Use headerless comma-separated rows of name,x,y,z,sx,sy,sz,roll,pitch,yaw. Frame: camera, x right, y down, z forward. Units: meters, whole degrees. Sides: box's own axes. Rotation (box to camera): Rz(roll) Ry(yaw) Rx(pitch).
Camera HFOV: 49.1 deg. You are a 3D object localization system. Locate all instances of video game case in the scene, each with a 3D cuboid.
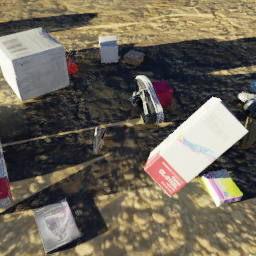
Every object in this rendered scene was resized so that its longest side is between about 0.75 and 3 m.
video game case,-2.115,2.851,8.308,1.043,0.138,1.460,-20,45,-20

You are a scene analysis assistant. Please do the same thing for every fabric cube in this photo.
fabric cube,1.418,-1.512,12.509,0.845,0.829,0.842,-11,46,-13

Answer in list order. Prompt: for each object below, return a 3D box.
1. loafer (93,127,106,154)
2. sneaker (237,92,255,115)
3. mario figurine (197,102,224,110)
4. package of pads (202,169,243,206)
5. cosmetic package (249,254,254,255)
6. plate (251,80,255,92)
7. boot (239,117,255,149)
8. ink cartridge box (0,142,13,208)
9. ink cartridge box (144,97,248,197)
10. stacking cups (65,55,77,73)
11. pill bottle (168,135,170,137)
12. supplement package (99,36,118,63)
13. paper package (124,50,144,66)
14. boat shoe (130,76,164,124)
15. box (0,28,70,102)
loafer,-1.073,0.461,10.663,0.427,0.488,1.357,5,40,-4
sneaker,5.166,-1.143,12.333,1.727,0.648,0.997,-25,43,-38
mario figurine,3.628,-0.985,12.068,1.243,0.659,0.767,6,44,9
package of pads,3.066,1.913,9.126,0.880,0.389,1.140,-11,44,-11
cosmetic package,3.262,3.904,6.862,0.685,0.578,1.282,12,41,8
plate,6.661,-2.019,13.532,1.375,0.176,1.375,1,43,-1
boot,5.447,0.406,10.538,2.141,0.708,1.875,20,46,19
ink cartridge box,-4.831,1.186,8.517,2.013,1.144,2.762,-13,67,-21
ink cartridge box,1.946,0.472,8.343,1.146,2.768,2.017,47,14,2
stacking cups,-3.745,-3.671,14.986,0.834,0.834,2.756,-32,56,-29
pill bottle,2.312,0.582,10.169,1.606,0.918,0.918,-8,43,-7
supplement package,-1.069,-4.348,15.452,0.955,0.962,1.268,-5,43,-5
paper package,0.339,-3.842,15.301,0.850,0.440,0.810,22,47,23
boat shoe,0.605,-1.234,12.068,0.957,1.035,2.803,-6,54,-17
box,-4.471,-3.027,13.139,2.517,2.156,2.505,-25,48,-27
